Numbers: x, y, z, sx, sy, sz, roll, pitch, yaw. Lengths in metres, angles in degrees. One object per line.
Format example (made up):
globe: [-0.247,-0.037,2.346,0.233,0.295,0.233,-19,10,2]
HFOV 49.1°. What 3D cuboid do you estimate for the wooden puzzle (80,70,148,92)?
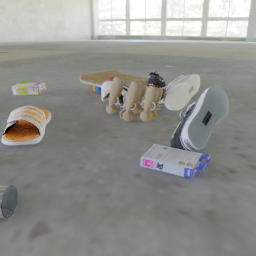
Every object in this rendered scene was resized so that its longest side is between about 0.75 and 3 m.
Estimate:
wooden puzzle: [-0.460,-2.001,12.933,2.539,0.635,2.742,-20,34,-41]

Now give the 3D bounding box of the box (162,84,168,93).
box: [2.036,-1.645,12.355,1.244,0.333,2.053,3,20,8]

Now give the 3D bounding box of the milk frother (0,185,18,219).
milk frother: [-2.369,0.978,4.756,0.882,0.937,0.846,2,17,4]

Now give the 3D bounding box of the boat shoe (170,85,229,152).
boat shoe: [1.896,-0.228,7.412,0.863,0.933,2.526,-25,23,50]

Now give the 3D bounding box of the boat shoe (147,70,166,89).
boat shoe: [1.217,-2.043,11.773,0.810,0.699,2.230,13,21,8]

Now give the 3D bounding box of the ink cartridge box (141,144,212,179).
ink cartridge box: [1.085,0.736,6.258,1.412,0.296,0.843,8,21,26]

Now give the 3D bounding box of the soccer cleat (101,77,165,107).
soccer cleat: [0.217,-1.181,10.590,2.538,0.871,1.081,13,54,-3]

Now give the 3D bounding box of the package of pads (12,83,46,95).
package of pads: [-4.406,-1.753,12.488,1.235,0.421,0.954,0,20,2]

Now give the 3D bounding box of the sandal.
sandal: [-2.933,-0.302,8.203,1.075,0.804,2.806,-2,21,-5]

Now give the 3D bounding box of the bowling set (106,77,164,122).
bowling set: [0.547,-0.780,9.331,1.684,1.299,2.420,8,12,-36]

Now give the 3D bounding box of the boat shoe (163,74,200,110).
boat shoe: [1.900,-1.468,10.738,0.897,0.943,2.618,9,38,35]
